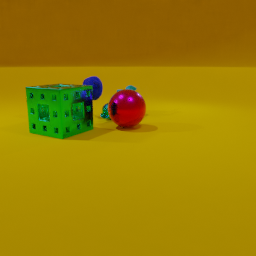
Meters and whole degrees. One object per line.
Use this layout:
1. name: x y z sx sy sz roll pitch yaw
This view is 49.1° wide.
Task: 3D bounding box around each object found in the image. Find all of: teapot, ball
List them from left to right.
1. teapot: -1.306 -1.427 9.932 0.682 0.866 1.393 -1 -11 -31
2. ball: -0.027 -0.586 8.448 1.157 1.157 1.157 0 14 0

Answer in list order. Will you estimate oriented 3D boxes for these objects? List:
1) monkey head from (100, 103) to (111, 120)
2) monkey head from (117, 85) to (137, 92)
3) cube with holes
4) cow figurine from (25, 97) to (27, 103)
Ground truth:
1. monkey head: -0.469 -0.519 9.656 0.719 0.859 1.193 -39 -2 19
2. monkey head: -0.058 -1.118 10.421 0.929 1.291 0.778 4 55 25
3. cube with holes: -1.909 -0.541 7.979 1.297 1.297 1.297 8 16 31
4. cow figurine: -2.956 -0.891 9.892 1.144 1.125 0.628 -45 14 -8
